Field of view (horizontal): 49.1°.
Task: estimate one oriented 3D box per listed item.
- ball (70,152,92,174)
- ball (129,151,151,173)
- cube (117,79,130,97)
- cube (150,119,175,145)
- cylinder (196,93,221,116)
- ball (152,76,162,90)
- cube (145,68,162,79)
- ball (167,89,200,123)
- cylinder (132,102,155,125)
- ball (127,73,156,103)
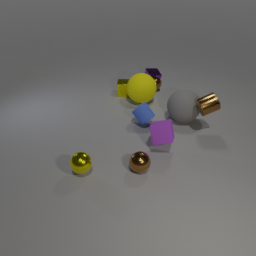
[{"bbox_3d":[-1.484,1.094,8.837,0.700,0.700,0.700,0,32,0],"label":"ball"},{"bbox_3d":[0.385,1.101,9.063,0.700,0.700,0.700,0,32,0],"label":"ball"},{"bbox_3d":[-0.185,-2.029,14.168,0.700,0.700,0.700,2,32,3],"label":"cube"},{"bbox_3d":[1.206,0.142,9.811,0.700,0.700,0.700,-7,13,17],"label":"cube"},{"bbox_3d":[3.025,-0.892,10.586,0.700,0.700,0.700,-23,33,4],"label":"cylinder"},{"bbox_3d":[1.390,-2.320,14.501,0.700,0.700,0.700,0,32,0],"label":"ball"},{"bbox_3d":[1.318,-2.755,15.155,0.700,0.700,0.700,-4,44,-19],"label":"cube"},{"bbox_3d":[2.335,-0.923,11.679,1.400,1.400,1.400,0,32,0],"label":"ball"},{"bbox_3d":[0.631,-0.592,11.443,0.700,0.700,0.700,-38,5,4],"label":"cylinder"},{"bbox_3d":[0.639,-1.881,13.258,1.400,1.400,1.400,0,32,0],"label":"ball"}]
